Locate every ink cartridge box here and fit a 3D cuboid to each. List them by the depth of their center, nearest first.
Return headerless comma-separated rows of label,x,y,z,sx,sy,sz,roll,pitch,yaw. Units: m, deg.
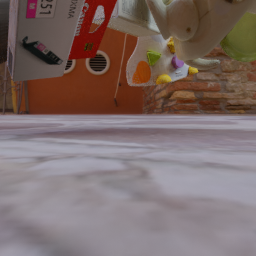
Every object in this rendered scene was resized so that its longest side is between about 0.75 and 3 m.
ink cartridge box,-1.096,-1.817,5.105,1.966,0.493,2.266,-13,-24,-31

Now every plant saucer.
plant saucer,3.216,-2.722,7.739,0.279,1.793,1.793,-29,16,-23

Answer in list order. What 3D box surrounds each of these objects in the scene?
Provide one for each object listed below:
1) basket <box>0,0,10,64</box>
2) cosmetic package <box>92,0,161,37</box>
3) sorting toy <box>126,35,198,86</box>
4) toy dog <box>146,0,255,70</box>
basket,-3.325,-2.887,8.046,2.161,1.949,1.470,-21,49,-13
cosmetic package,0.029,-3.182,7.173,0.907,1.285,2.482,5,9,30
sorting toy,1.307,-2.989,9.946,2.775,2.498,1.482,-23,26,-29
toy dog,2.121,-2.807,6.001,2.987,2.896,2.084,-22,21,22
